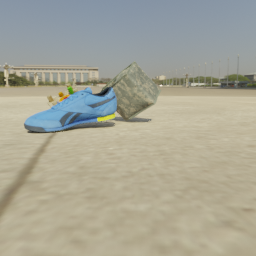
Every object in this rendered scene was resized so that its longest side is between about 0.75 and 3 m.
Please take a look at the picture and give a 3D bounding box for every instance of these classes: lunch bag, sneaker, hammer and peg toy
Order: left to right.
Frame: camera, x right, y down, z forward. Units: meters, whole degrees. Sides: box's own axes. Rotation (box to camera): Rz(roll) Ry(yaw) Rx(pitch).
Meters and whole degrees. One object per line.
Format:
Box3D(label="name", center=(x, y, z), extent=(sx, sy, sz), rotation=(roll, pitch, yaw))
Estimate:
Box3D(label="hammer and peg toy", center=(-2.090, -0.898, 9.458), extent=(1.170, 0.561, 1.591), rotation=(-33, 33, -13))
Box3D(label="sneaker", center=(-1.441, -0.545, 7.204), extent=(2.476, 0.971, 0.816), rotation=(-14, 24, -27))
Box3D(label="lunch bag", center=(0.004, -1.044, 8.662), extent=(1.575, 1.292, 0.926), rotation=(-31, 23, 40))
